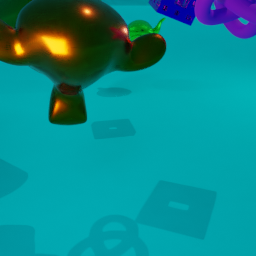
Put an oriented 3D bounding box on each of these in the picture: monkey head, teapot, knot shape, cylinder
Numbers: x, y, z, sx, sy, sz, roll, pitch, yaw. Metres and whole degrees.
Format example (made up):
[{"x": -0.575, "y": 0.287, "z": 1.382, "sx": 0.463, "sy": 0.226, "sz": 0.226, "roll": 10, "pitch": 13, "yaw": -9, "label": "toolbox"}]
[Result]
[{"x": -0.617, "y": -0.715, "z": 3.164, "sx": 1.967, "sy": 1.415, "sz": 1.186, "roll": -1, "pitch": 4, "yaw": -22, "label": "monkey head"}, {"x": 0.475, "y": -3.458, "z": 10.330, "sx": 2.034, "sy": 1.265, "sz": 0.996, "roll": -12, "pitch": 62, "yaw": 30, "label": "teapot"}, {"x": 1.355, "y": -1.432, "z": 3.355, "sx": 1.175, "sy": 0.543, "sz": 1.100, "roll": 11, "pitch": 9, "yaw": -1, "label": "knot shape"}, {"x": -1.606, "y": -1.933, "z": 4.869, "sx": 1.325, "sy": 1.325, "sz": 1.325, "roll": -6, "pitch": 20, "yaw": 32, "label": "cylinder"}]

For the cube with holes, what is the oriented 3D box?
[{"x": 1.226, "y": -3.302, "z": 6.940, "sx": 0.978, "sy": 0.978, "sz": 0.978, "roll": 13, "pitch": 32, "yaw": -19, "label": "cube with holes"}]
